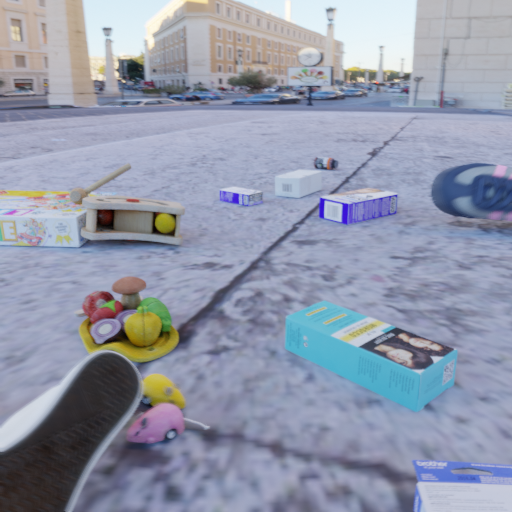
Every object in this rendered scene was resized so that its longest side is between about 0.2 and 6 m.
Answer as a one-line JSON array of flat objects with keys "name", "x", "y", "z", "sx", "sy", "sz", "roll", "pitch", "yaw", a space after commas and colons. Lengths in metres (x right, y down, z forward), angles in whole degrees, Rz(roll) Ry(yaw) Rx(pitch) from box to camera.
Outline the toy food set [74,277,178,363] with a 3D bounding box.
[{"name": "toy food set", "x": -1.479, "y": 0.593, "z": 6.211, "sx": 0.975, "sy": 0.541, "sz": 1.657, "roll": -10, "pitch": 21, "yaw": -27}]

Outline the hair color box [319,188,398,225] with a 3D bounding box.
[{"name": "hair color box", "x": 2.048, "y": -1.007, "z": 11.175, "sx": 1.461, "sy": 0.473, "sz": 0.798, "roll": -12, "pitch": 21, "yaw": -37}]

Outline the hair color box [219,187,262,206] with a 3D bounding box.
[{"name": "hair color box", "x": -0.338, "y": -1.318, "z": 12.399, "sx": 0.879, "sy": 0.285, "sz": 0.480, "roll": 13, "pitch": 22, "yaw": 39}]

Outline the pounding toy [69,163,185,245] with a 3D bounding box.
[{"name": "pounding toy", "x": -2.192, "y": -0.890, "z": 9.250, "sx": 2.116, "sy": 1.214, "sz": 1.210, "roll": 7, "pitch": 12, "yaw": 4}]

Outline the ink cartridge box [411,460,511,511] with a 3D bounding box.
[{"name": "ink cartridge box", "x": 1.407, "y": 1.726, "z": 3.237, "sx": 0.794, "sy": 0.279, "sz": 1.331, "roll": 1, "pitch": 21, "yaw": 2}]

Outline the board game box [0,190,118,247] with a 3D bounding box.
[{"name": "board game box", "x": -4.319, "y": -0.732, "z": 10.205, "sx": 3.077, "sy": 0.527, "sz": 2.068, "roll": 2, "pitch": 18, "yaw": 5}]

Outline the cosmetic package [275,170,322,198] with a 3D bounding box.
[{"name": "cosmetic package", "x": 1.016, "y": -1.723, "z": 13.281, "sx": 0.676, "sy": 0.486, "sz": 1.198, "roll": 8, "pitch": 21, "yaw": 29}]

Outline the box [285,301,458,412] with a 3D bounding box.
[{"name": "box", "x": 1.064, "y": 0.915, "z": 5.482, "sx": 0.656, "sy": 0.392, "sz": 1.594, "roll": -17, "pitch": 25, "yaw": -41}]

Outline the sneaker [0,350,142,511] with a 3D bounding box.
[{"name": "sneaker", "x": -1.546, "y": 1.506, "z": 3.595, "sx": 0.863, "sy": 0.742, "sz": 2.038, "roll": -39, "pitch": 5, "yaw": 40}]

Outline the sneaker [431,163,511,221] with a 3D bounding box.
[{"name": "sneaker", "x": 4.651, "y": -1.115, "z": 9.870, "sx": 2.998, "sy": 1.052, "sz": 1.230, "roll": 2, "pitch": 4, "yaw": -12}]

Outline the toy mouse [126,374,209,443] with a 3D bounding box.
[{"name": "toy mouse", "x": -0.996, "y": 1.257, "z": 4.580, "sx": 1.183, "sy": 0.229, "sz": 1.052, "roll": 14, "pitch": 18, "yaw": 35}]

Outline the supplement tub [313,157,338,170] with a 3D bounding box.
[{"name": "supplement tub", "x": 2.063, "y": -2.714, "z": 16.476, "sx": 0.686, "sy": 0.367, "sz": 0.367, "roll": 11, "pitch": 22, "yaw": 30}]
